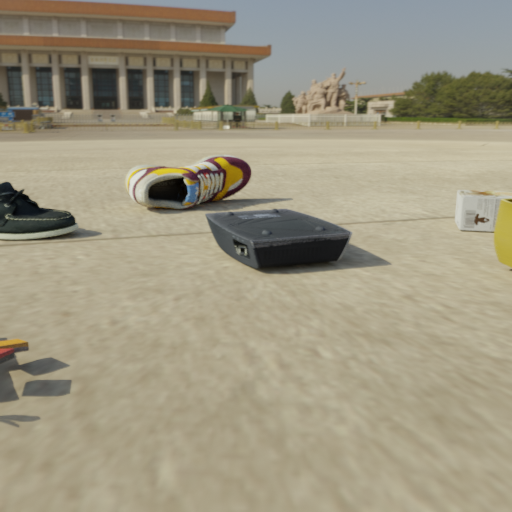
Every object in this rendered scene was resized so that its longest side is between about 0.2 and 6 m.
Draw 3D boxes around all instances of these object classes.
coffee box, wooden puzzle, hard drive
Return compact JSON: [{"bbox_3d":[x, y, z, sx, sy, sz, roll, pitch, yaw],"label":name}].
[{"bbox_3d":[4.749,-0.844,10.648,1.725,0.688,0.987,3,15,13],"label":"coffee box"},{"bbox_3d":[-3.131,0.800,4.650,2.365,0.166,1.402,-4,2,-14],"label":"wooden puzzle"},{"bbox_3d":[0.239,-0.335,8.909,1.725,0.541,2.558,-5,14,-18],"label":"hard drive"}]

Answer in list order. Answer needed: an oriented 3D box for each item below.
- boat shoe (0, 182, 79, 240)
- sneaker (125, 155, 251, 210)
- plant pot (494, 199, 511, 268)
[{"bbox_3d":[-4.659,-0.874,10.203,2.908,0.964,1.087,4,15,16],"label":"boat shoe"},{"bbox_3d":[-1.398,-1.629,13.189,3.158,1.183,1.423,-13,27,-22],"label":"sneaker"},{"bbox_3d":[3.814,-0.226,7.652,0.873,0.899,0.878,-5,26,-34],"label":"plant pot"}]
